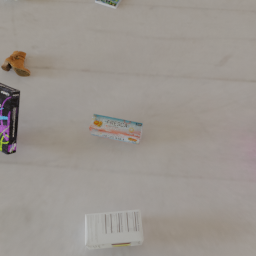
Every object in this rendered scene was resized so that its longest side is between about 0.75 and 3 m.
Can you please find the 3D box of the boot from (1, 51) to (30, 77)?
[{"bbox_3d":[-3.014,-1.823,7.869,0.894,0.343,0.694,14,58,15],"label":"boot"}]

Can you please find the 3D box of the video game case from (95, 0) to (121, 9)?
[{"bbox_3d":[-0.601,-4.297,9.303,0.754,0.083,0.687,22,64,10],"label":"video game case"}]

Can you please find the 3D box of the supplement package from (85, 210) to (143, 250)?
[{"bbox_3d":[-0.272,2.029,5.581,1.086,0.618,0.595,-4,61,-2],"label":"supplement package"}]

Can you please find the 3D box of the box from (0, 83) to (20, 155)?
[{"bbox_3d":[-2.934,-0.271,6.312,1.072,1.499,0.271,21,20,24],"label":"box"}]

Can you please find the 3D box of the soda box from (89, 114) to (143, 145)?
[{"bbox_3d":[-0.285,0.029,6.789,1.246,0.396,0.426,12,62,5],"label":"soda box"}]
